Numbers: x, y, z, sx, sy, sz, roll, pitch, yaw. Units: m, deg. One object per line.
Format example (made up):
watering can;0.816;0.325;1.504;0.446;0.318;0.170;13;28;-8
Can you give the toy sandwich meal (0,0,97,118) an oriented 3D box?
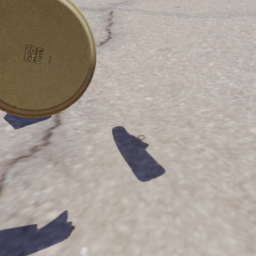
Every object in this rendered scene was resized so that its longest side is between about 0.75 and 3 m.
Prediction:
toy sandwich meal;-1.588;-1.139;4.454;2.229;2.229;0.763;-15;19;-20
